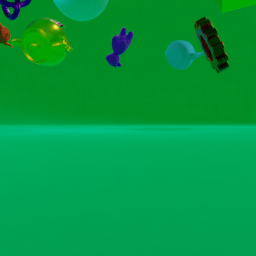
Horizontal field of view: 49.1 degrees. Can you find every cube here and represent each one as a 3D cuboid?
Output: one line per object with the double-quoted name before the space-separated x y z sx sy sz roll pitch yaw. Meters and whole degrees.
"cube" 2.304 -3.156 5.888 0.891 0.891 0.891 -13 -36 5

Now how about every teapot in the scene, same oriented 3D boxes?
"teapot" 2.327 -3.124 11.816 0.980 1.244 2.001 -35 37 -29
"teapot" -1.821 -1.818 6.096 1.652 1.027 0.809 10 28 16
"teapot" -4.784 -3.560 10.743 0.528 1.078 0.670 1 44 15

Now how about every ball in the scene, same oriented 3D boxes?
"ball" -0.825 -2.413 4.881 1.020 1.020 1.020 0 1 0

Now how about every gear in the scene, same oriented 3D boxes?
"gear" 2.547 -2.520 8.587 0.316 1.709 1.709 -26 -5 11

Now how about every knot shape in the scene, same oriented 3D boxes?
"knot shape" -3.271 -3.526 7.818 1.061 0.993 0.490 13 32 -13

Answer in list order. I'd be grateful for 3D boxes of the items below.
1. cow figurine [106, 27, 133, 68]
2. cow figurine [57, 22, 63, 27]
"cow figurine" -0.318 -2.831 10.069 0.668 1.217 1.197 30 -30 7
"cow figurine" -2.363 -2.714 8.793 0.592 1.062 1.079 37 -16 38
